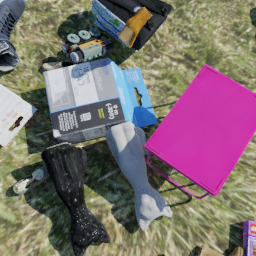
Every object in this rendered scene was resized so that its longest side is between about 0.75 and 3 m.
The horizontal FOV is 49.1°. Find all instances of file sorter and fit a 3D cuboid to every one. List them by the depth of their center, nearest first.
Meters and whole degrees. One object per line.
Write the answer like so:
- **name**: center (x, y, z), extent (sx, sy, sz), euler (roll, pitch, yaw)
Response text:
- **file sorter**: center (1.962, 0.206, 7.468), extent (1.931, 1.743, 2.779), euler (34, 73, 12)

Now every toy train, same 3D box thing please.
- **toy train**: center (-1.274, -2.623, 9.025), extent (1.656, 0.706, 0.944), euler (-32, 73, -35)

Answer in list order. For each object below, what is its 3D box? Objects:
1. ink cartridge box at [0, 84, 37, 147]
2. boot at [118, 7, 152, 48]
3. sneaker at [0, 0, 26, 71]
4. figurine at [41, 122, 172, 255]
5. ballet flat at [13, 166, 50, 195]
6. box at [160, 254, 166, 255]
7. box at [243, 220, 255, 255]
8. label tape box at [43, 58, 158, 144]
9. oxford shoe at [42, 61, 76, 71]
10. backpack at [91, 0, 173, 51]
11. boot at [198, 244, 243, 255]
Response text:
- **ink cartridge box**: center (-3.877, -0.427, 8.465), extent (1.851, 0.464, 1.490), euler (32, 71, 8)
- **boot**: center (0.217, -2.685, 7.486), extent (1.018, 1.422, 0.500), euler (-44, 96, 11)
- **sneaker**: center (-3.881, -3.046, 9.082), extent (1.924, 1.012, 2.662), euler (35, 81, 24)
- **figurine**: center (-0.487, 1.539, 7.362), extent (2.856, 1.229, 2.787), euler (-19, 77, -8)
- **ballet flat**: center (-2.619, 1.424, 7.712), extent (1.152, 0.367, 0.388), euler (-37, 72, -14)
- **box**: center (0.180, 4.187, 6.574), extent (2.200, 0.397, 1.573), euler (-21, 69, -7)
- **box**: center (3.878, 3.172, 6.992), extent (1.908, 0.373, 1.306), euler (11, 68, 4)
- **label tape box**: center (-0.801, -0.898, 8.341), extent (2.997, 0.949, 2.161), euler (-14, 69, -5)
- **oxford shoe**: center (-2.215, -2.024, 9.075), extent (1.185, 0.437, 0.419), euler (1, 68, 0)
- **backpack**: center (-0.117, -3.810, 9.227), extent (2.398, 1.844, 1.956), euler (39, 70, -4)
- **boot**: center (2.311, 3.186, 7.027), extent (0.962, 0.318, 0.843), euler (24, 70, 10)
